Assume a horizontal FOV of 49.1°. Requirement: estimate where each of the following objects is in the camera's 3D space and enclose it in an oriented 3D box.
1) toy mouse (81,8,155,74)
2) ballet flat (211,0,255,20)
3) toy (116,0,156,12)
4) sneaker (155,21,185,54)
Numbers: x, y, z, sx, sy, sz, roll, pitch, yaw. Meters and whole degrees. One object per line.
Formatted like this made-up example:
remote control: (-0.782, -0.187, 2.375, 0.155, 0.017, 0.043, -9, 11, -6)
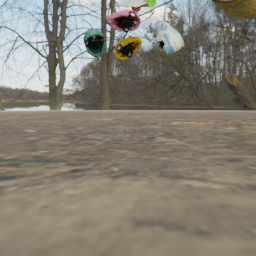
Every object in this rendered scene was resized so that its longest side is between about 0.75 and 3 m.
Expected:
toy mouse: (-0.491, -2.728, 7.917, 2.189, 0.477, 2.463, 12, -37, -44)
ballet flat: (0.931, -2.240, 3.106, 0.969, 0.969, 2.741, 3, -38, 37)
toy: (0.344, -3.551, 7.996, 0.855, 0.351, 1.485, -30, 31, -11)
sneaker: (1.341, -3.355, 10.365, 0.771, 0.730, 1.908, -32, 38, 4)
